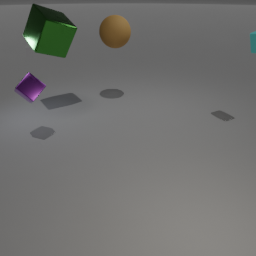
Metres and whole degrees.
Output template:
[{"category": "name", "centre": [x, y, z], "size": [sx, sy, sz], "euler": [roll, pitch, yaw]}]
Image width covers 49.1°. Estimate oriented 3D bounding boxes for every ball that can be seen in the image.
[{"category": "ball", "centre": [-0.571, -4.253, 12.390], "size": [1.400, 1.400, 1.400], "euler": [0, 27, 0]}]

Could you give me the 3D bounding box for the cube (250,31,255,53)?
[{"category": "cube", "centre": [4.740, -3.002, 9.649], "size": [0.700, 0.700, 0.700], "euler": [-23, 26, -16]}]

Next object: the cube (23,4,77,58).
[{"category": "cube", "centre": [-3.158, -3.878, 11.289], "size": [1.400, 1.400, 1.400], "euler": [-1, 42, -45]}]

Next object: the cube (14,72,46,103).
[{"category": "cube", "centre": [-3.301, -1.336, 9.427], "size": [0.700, 0.700, 0.700], "euler": [-56, 20, -16]}]
